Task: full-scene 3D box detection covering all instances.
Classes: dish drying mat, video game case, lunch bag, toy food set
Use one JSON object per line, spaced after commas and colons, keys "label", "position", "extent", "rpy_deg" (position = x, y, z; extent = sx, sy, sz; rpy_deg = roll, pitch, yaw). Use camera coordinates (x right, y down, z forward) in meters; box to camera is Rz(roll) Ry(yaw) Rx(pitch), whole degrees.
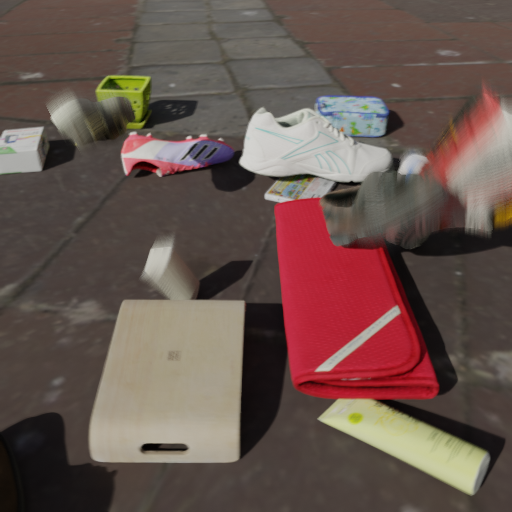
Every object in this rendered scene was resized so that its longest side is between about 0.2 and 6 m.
{"label": "dish drying mat", "position": [1.258, 0.279, 8.451], "extent": [1.800, 0.426, 4.686], "rpy_deg": [-1, 33, 0]}
{"label": "video game case", "position": [0.902, -1.334, 11.142], "extent": [1.092, 0.137, 1.200], "rpy_deg": [15, 39, 20]}
{"label": "lunch bag", "position": [2.284, -3.437, 13.632], "extent": [1.710, 0.705, 1.375], "rpy_deg": [3, 33, 2]}
{"label": "toy food set", "position": [-0.972, 1.439, 6.926], "extent": [1.627, 0.685, 2.267], "rpy_deg": [1, 44, 0]}

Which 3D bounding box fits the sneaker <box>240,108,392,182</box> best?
{"label": "sneaker", "position": [1.316, -2.211, 11.178], "extent": [3.184, 1.276, 1.120], "rpy_deg": [2, 23, -15]}

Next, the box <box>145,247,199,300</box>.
{"label": "box", "position": [-1.179, 0.306, 8.003], "extent": [0.339, 0.992, 0.408], "rpy_deg": [-5, 54, 20]}

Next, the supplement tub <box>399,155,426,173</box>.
{"label": "supplement tub", "position": [3.392, -1.288, 10.382], "extent": [1.389, 0.916, 0.916], "rpy_deg": [25, 42, 33]}

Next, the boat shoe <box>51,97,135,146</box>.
{"label": "boat shoe", "position": [-2.483, -2.147, 9.053], "extent": [0.717, 0.600, 2.007], "rpy_deg": [-34, 5, 22]}

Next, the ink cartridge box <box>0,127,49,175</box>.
{"label": "ink cartridge box", "position": [-5.065, -2.293, 12.146], "extent": [0.885, 0.533, 1.218], "rpy_deg": [-6, 35, -7]}

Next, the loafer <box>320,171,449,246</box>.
{"label": "loafer", "position": [1.528, -0.730, 7.609], "extent": [0.924, 0.809, 2.571], "rpy_deg": [-32, 2, -20]}

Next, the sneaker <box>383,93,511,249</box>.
{"label": "sneaker", "position": [2.875, -0.768, 8.036], "extent": [1.426, 3.472, 1.351], "rpy_deg": [33, 75, 5]}

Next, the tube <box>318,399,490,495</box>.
{"label": "tube", "position": [1.610, 1.997, 6.211], "extent": [1.787, 0.519, 0.464], "rpy_deg": [18, 81, 37]}

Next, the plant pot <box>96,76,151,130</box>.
{"label": "plant pot", "position": [-3.173, -3.741, 13.752], "extent": [1.132, 1.027, 1.127], "rpy_deg": [1, 35, 2]}

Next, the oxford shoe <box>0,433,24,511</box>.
{"label": "oxford shoe", "position": [-2.724, 2.453, 4.988], "extent": [0.976, 1.133, 2.685], "rpy_deg": [-10, 35, -11]}

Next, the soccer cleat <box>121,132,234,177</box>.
{"label": "soccer cleat", "position": [-1.633, -2.042, 11.774], "extent": [2.334, 0.779, 0.893], "rpy_deg": [2, 76, -13]}
